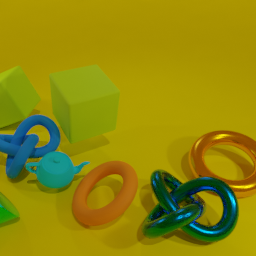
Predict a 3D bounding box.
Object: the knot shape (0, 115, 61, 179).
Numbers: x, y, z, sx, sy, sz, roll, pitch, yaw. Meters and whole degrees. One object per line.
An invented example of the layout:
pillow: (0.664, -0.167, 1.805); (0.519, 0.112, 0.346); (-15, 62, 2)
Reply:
knot shape: (-2.739, 0.396, 7.121); (1.637, 0.808, 1.749); (9, 46, 28)

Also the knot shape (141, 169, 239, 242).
knot shape: (1.222, 1.505, 5.438); (1.755, 0.866, 1.875); (4, 26, 16)

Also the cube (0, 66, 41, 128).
cube: (-3.838, -0.956, 8.848); (1.315, 1.315, 1.315); (-17, 29, 18)

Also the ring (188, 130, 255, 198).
ring: (2.452, 0.805, 6.809); (1.936, 0.387, 1.936); (-2, 46, 2)

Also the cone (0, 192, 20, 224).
cone: (-2.939, 1.767, 5.452); (1.107, 1.107, 1.111); (29, 68, 40)

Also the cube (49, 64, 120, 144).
cube: (-1.148, -0.653, 7.326); (1.342, 1.342, 1.342); (-18, 49, -26)

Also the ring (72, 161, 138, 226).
ring: (-0.490, 1.306, 5.828); (1.528, 0.306, 1.528); (-22, 35, 16)

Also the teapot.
teapot: (-1.588, 0.900, 6.362); (1.396, 0.683, 0.868); (3, 46, -17)
